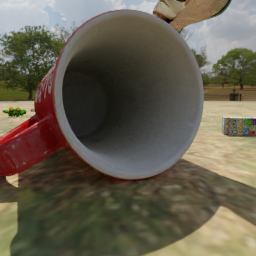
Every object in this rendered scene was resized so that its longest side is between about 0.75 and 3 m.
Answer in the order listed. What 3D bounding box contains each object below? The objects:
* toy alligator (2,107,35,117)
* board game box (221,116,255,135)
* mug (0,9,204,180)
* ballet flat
[{"bbox_3d":[-4.959,-0.681,12.793,1.408,0.418,0.382,-2,48,-25],"label":"toy alligator"},{"bbox_3d":[2.853,-0.065,7.131,0.842,0.434,0.442,1,7,11],"label":"board game box"},{"bbox_3d":[-0.775,-0.426,4.321,2.556,1.921,2.879,-1,3,-26],"label":"mug"},{"bbox_3d":[0.918,-2.283,5.351,0.778,0.842,2.496,25,-9,-22],"label":"ballet flat"}]
